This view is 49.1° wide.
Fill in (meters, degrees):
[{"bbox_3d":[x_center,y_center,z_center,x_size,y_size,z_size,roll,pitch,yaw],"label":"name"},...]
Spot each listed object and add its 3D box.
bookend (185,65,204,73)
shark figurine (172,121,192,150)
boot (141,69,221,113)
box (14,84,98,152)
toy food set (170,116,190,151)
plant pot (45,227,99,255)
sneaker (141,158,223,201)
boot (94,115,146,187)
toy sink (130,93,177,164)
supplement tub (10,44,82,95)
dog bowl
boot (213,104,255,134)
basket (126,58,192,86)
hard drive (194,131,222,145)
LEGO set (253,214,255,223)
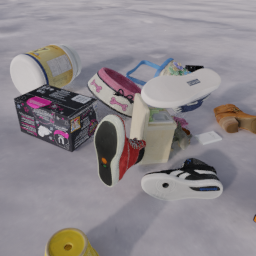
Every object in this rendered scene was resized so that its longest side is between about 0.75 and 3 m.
[{"bbox_3d":[3.491,-2.928,14.729,0.978,0.451,0.972,4,33,8],"label":"bookend"},{"bbox_3d":[1.524,0.042,9.597,1.724,0.719,1.030,26,44,38],"label":"shark figurine"},{"bbox_3d":[1.503,-0.871,8.476,2.918,1.318,1.062,-15,61,-30],"label":"boot"},{"bbox_3d":[-2.464,-0.423,9.909,2.466,1.415,1.629,19,35,24],"label":"box"},{"bbox_3d":[1.632,0.025,10.189,1.385,0.343,2.178,-7,33,-11],"label":"toy food set"},{"bbox_3d":[-1.113,2.607,5.413,1.208,1.136,1.208,1,33,0],"label":"plant pot"},{"bbox_3d":[1.409,1.354,7.818,2.170,0.793,1.214,6,29,-5],"label":"sneaker"},{"bbox_3d":[-0.064,0.328,7.082,0.762,2.105,1.519,31,46,28],"label":"boot"},{"bbox_3d":[0.772,-0.014,8.730,1.069,1.908,1.244,-3,31,-14],"label":"toy sink"},{"bbox_3d":[-3.676,-2.691,12.884,2.013,2.013,2.789,18,36,26],"label":"supplement tub"},{"bbox_3d":[-0.332,-1.365,10.283,2.268,0.836,2.268,30,20,-12],"label":"dog bowl"},{"bbox_3d":[4.332,-0.393,10.618,1.984,0.761,1.540,-9,30,2],"label":"boot"},{"bbox_3d":[1.399,-2.192,12.331,2.538,1.765,2.238,21,38,13],"label":"basket"},{"bbox_3d":[2.832,0.347,9.908,0.804,0.106,0.530,-13,35,-19],"label":"hard drive"},{"bbox_3d":[4.406,2.123,6.702,2.562,0.629,1.914,12,31,18],"label":"LEGO set"}]
